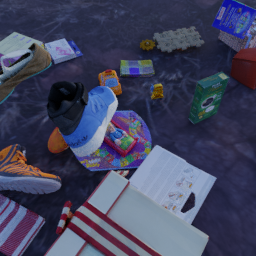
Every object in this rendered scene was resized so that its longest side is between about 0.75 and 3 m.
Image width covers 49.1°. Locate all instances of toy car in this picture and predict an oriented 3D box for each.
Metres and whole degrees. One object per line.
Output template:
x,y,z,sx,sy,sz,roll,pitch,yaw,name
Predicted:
0.083,-1.790,10.423,2.504,0.833,1.228,1,51,1,toy car

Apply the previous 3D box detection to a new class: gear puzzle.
1.869,-3.743,12.363,2.752,0.360,1.425,-12,54,-6,gear puzzle

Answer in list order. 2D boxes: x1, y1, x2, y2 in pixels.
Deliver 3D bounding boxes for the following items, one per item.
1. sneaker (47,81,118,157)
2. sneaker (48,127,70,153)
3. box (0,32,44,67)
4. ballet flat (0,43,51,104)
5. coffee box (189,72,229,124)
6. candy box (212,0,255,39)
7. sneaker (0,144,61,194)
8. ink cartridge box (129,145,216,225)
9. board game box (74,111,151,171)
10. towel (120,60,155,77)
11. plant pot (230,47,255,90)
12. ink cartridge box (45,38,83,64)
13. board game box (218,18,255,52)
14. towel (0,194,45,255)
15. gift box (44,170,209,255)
-1.116,-0.705,6.913,1.043,1.511,2.716,-18,32,23,sneaker
-1.949,-0.156,9.097,0.808,0.854,2.213,18,55,12,sneaker
-4.464,-3.067,11.496,1.582,0.765,1.392,23,55,19,box
-2.310,-1.036,5.374,1.779,0.643,0.603,-38,52,-9,ballet flat
2.614,-0.959,9.188,1.041,1.694,0.372,-24,54,-17,coffee box
3.705,-3.825,9.759,1.205,1.018,0.464,26,28,5,candy box
-2.963,1.101,8.034,2.333,0.905,1.307,5,52,4,sneaker
1.023,1.788,7.741,1.989,0.499,2.291,29,57,21,ink cartridge box
-0.445,0.222,8.562,2.584,0.503,2.042,-2,62,-16,board game box
0.369,-2.451,11.391,1.364,0.155,0.979,0,52,-1,towel
4.643,-2.395,10.771,1.063,1.205,1.206,24,54,32,plant pot
-2.779,-3.387,12.081,1.288,0.279,1.264,-24,54,-16,ink cartridge box
5.289,-4.266,12.371,1.871,0.906,1.492,-25,55,-19,board game box
-3.163,2.536,7.335,1.629,0.185,1.173,22,55,17,towel
-0.176,2.565,5.903,2.610,2.579,2.795,30,53,12,gift box
